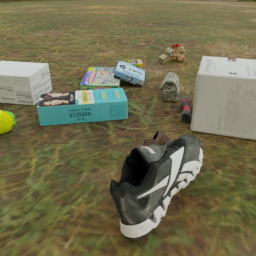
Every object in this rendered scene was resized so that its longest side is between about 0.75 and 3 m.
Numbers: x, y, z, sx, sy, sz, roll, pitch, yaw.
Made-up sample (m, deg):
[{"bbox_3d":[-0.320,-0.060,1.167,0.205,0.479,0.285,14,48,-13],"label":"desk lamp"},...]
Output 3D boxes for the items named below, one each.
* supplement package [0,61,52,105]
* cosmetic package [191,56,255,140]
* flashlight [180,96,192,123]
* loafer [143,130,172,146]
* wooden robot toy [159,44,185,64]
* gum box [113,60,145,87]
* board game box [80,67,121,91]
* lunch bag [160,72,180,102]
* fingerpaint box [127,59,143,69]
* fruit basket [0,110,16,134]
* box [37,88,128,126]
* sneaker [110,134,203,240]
[{"bbox_3d":[-4.219,-1.760,10.671,2.039,1.131,1.588,6,31,9],"label":"supplement package"},{"bbox_3d":[3.217,-0.967,8.536,2.277,1.879,1.877,9,31,15],"label":"cosmetic package"},{"bbox_3d":[1.954,-0.644,9.457,0.422,0.423,1.245,6,30,11],"label":"flashlight"},{"bbox_3d":[0.518,0.556,7.026,0.524,0.539,1.477,50,47,0],"label":"loafer"},{"bbox_3d":[2.583,-3.829,14.691,1.966,0.866,0.892,-25,49,-35],"label":"wooden robot toy"},{"bbox_3d":[0.091,-2.389,12.175,1.273,0.334,1.499,19,29,-6],"label":"gum box"},{"bbox_3d":[-1.087,-2.123,12.114,1.548,0.335,2.300,2,30,1],"label":"board game box"},{"bbox_3d":[1.615,-1.569,10.618,0.710,0.855,1.019,7,31,11],"label":"lunch bag"},{"bbox_3d":[0.338,-3.159,13.932,0.714,0.314,0.856,-1,30,-2],"label":"fingerpaint box"},{"bbox_3d":[-4.356,-0.228,7.895,2.118,1.528,2.118,-12,37,10],"label":"fruit basket"},{"bbox_3d":[-1.484,-0.742,9.345,2.823,0.694,1.162,-5,30,-9],"label":"box"},{"bbox_3d":[0.639,0.750,5.664,0.951,1.295,2.862,-3,30,45],"label":"sneaker"}]
